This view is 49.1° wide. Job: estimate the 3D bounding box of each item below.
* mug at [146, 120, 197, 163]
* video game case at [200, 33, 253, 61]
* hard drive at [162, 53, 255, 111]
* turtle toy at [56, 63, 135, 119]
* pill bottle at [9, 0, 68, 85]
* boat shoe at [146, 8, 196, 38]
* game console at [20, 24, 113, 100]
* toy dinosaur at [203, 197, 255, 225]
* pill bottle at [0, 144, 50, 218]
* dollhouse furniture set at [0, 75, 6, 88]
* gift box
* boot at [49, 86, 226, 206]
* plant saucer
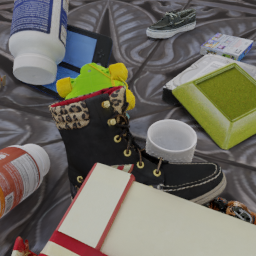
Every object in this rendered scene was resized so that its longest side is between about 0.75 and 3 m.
[{"bbox_3d":[0.913,0.476,5.996,0.984,1.168,1.332,15,41,15],"label":"mug"},{"bbox_3d":[3.827,-3.124,10.863,1.478,0.370,1.630,26,47,27],"label":"video game case"},{"bbox_3d":[2.699,-1.352,8.645,2.065,0.559,2.955,29,47,29],"label":"hard drive"},{"bbox_3d":[-0.789,-0.813,7.239,1.856,1.287,2.547,-14,52,3],"label":"turtle toy"},{"bbox_3d":[-2.741,-2.916,8.652,1.631,1.631,2.940,0,73,0],"label":"pill bottle"},{"bbox_3d":[1.896,-4.654,12.219,2.691,0.954,0.970,-27,47,-28],"label":"boat shoe"},{"bbox_3d":[-2.036,-2.204,9.017,2.495,2.130,1.476,25,19,26],"label":"game console"},{"bbox_3d":[1.703,1.658,4.744,2.349,1.200,1.594,-7,18,26],"label":"toy dinosaur"},{"bbox_3d":[-2.267,0.932,5.205,1.041,1.041,1.856,10,16,12],"label":"pill bottle"},{"bbox_3d":[-4.493,-1.407,8.784,0.971,0.500,0.961,13,29,5],"label":"dollhouse furniture set"},{"bbox_3d":[0.210,2.022,3.150,2.578,2.548,2.761,16,49,17],"label":"gift box"},{"bbox_3d":[0.069,0.355,4.881,2.888,2.175,1.057,-9,15,20],"label":"boot"},{"bbox_3d":[2.723,-0.829,7.462,2.257,0.540,2.254,-25,60,-18],"label":"plant saucer"}]
